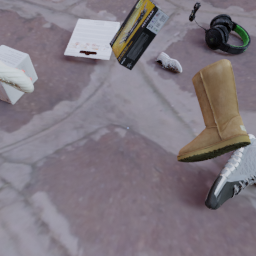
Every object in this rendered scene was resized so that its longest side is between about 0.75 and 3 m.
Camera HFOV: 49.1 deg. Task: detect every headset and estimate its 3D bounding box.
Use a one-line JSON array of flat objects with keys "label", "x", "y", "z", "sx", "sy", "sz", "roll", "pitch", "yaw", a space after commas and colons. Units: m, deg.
[{"label": "headset", "x": 3.831, "y": -4.148, "z": 11.593, "sx": 2.758, "sy": 1.296, "sz": 1.703, "roll": 26, "pitch": 57, "yaw": 4}]

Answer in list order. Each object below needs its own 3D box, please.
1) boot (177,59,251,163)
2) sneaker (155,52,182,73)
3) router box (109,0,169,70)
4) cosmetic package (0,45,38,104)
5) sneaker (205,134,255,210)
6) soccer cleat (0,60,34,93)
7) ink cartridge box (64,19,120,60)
[{"label": "boot", "x": 1.674, "y": -0.308, "z": 6.059, "sx": 1.642, "sy": 0.620, "sz": 1.875, "roll": -23, "pitch": 61, "yaw": 31}, {"label": "sneaker", "x": 1.600, "y": -2.454, "z": 10.981, "sx": 0.512, "sy": 0.466, "sz": 1.248, "roll": -42, "pitch": 57, "yaw": -9}, {"label": "router box", "x": 0.181, "y": -2.036, "z": 5.923, "sx": 0.343, "sy": 1.314, "sz": 1.033, "roll": 22, "pitch": 28, "yaw": -32}, {"label": "cosmetic package", "x": -4.298, "y": -1.904, "z": 10.020, "sx": 1.240, "sy": 1.232, "sz": 1.482, "roll": 22, "pitch": 58, "yaw": 15}, {"label": "sneaker", "x": 3.432, "y": 1.443, "z": 7.774, "sx": 1.623, "sy": 1.055, "sz": 2.811, "roll": 33, "pitch": 60, "yaw": 19}, {"label": "soccer cleat", "x": -3.405, "y": -1.465, "z": 7.533, "sx": 1.848, "sy": 0.640, "sz": 0.717, "roll": 37, "pitch": 45, "yaw": -2}, {"label": "ink cartridge box", "x": -1.429, "y": -3.587, "z": 11.703, "sx": 1.873, "sy": 0.583, "sz": 2.328, "roll": 7, "pitch": 59, "yaw": 5}]
